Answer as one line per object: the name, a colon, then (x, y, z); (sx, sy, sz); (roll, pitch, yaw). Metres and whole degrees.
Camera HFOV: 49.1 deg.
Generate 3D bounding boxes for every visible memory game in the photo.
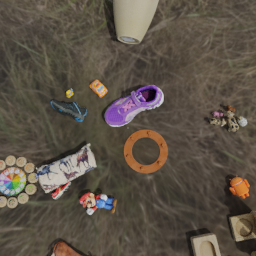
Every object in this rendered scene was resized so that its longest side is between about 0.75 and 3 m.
memory game: (-4.392, 2.007, 10.598); (1.993, 0.127, 1.993); (0, 74, -1)

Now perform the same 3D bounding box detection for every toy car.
toy car: (-1.658, -1.440, 11.256); (1.594, 0.531, 0.782); (-26, 78, -7)

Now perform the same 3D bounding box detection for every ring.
ring: (0.696, 0.888, 10.889); (1.719, 0.165, 1.719); (0, 77, 0)

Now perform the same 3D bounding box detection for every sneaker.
sneaker: (0.229, -0.951, 10.815); (2.550, 1.127, 1.026); (-28, 83, -4)
sneaker: (-2.343, -0.786, 11.155); (1.481, 0.542, 0.607); (27, 67, -2)
sneaker: (-2.512, 2.278, 10.480); (0.363, 0.329, 0.855); (43, 80, 14)

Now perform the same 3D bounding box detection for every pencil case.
pencil case: (-2.247, 1.456, 10.380); (2.264, 0.881, 1.013); (-26, 87, -6)

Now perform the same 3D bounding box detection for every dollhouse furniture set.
dollhouse furniture set: (3.634, 4.214, 9.111); (2.526, 2.058, 2.402); (-10, 77, -2)

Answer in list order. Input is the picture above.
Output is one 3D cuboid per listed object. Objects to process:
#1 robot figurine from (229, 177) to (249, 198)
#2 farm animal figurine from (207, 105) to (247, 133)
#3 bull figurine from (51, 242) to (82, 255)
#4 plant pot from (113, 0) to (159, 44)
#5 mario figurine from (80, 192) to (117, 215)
robot figurine: (4.150, 2.189, 10.417); (0.597, 0.484, 0.830); (-39, 75, 37)
farm animal figurine: (3.896, -0.316, 10.915); (1.197, 0.624, 1.184); (-37, 82, -7)
bull figurine: (-1.878, 4.754, 9.649); (1.888, 0.615, 1.146); (28, 46, 13)
plant pot: (0.191, -4.621, 11.474); (1.961, 1.961, 2.094); (10, 91, 2)
mario figurine: (-1.114, 2.789, 10.166); (1.322, 0.701, 0.816); (10, 77, 1)
